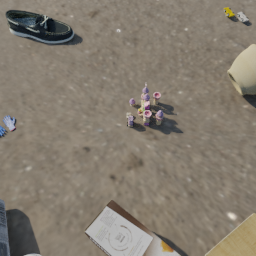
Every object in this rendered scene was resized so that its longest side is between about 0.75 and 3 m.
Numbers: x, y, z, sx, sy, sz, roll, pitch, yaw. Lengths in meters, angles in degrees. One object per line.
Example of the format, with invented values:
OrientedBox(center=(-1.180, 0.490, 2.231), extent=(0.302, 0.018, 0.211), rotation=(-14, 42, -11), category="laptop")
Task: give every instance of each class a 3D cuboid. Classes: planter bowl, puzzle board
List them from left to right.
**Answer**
OrientedBox(center=(3.896, -1.699, 8.972), extent=(1.065, 1.582, 1.582), rotation=(-31, 60, 14), category="planter bowl")
OrientedBox(center=(3.217, 3.463, 6.530), extent=(1.755, 0.203, 2.329), rotation=(-31, 64, -18), category="puzzle board")

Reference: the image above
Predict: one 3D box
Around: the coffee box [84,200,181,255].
OrientedBox(center=(0.252, 2.813, 6.241), extent=(2.337, 1.336, 0.932), rotation=(35, 65, 18), category="coffee box")

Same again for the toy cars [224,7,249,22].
OrientedBox(center=(4.321, -4.512, 11.276), extent=(1.084, 0.240, 0.486), rotation=(25, 62, 10), category="toy cars")

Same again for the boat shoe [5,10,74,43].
OrientedBox(center=(-3.348, -3.858, 10.547), extent=(2.609, 0.787, 0.987), rotation=(7, 59, 4), category="boat shoe")

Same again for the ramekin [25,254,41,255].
OrientedBox(center=(-2.300, 3.368, 6.434), extent=(0.935, 0.435, 0.935), rotation=(0, 59, 0), category="ramekin")

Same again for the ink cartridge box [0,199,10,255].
OrientedBox(center=(-3.991, 3.027, 6.579), extent=(2.430, 0.574, 1.945), rotation=(-29, 54, 4), category="ink cartridge box")

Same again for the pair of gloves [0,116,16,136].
OrientedBox(center=(-3.852, -0.073, 8.699), extent=(0.775, 0.088, 0.623), rotation=(-32, 64, -17), category="pair of gloves")

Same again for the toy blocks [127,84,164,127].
OrientedBox(center=(0.501, -0.696, 8.571), extent=(1.120, 0.943, 1.047), rotation=(-3, 60, -2), category="toy blocks")
